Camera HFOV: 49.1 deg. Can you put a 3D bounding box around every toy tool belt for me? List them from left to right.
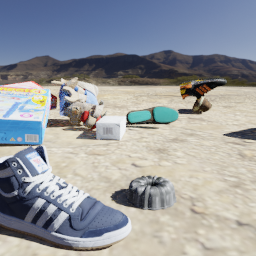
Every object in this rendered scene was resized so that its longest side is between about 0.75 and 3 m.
[{"bbox_3d":[-2.157,-1.019,10.910,1.783,1.811,2.901,23,20,-25],"label":"toy tool belt"}]

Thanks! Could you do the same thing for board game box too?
[{"bbox_3d":[-4.012,-0.524,8.821,2.854,0.798,2.795,3,26,-12],"label":"board game box"},{"bbox_3d":[-4.569,-1.164,11.533,1.970,0.602,2.600,31,34,33],"label":"board game box"}]

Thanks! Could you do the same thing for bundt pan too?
[{"bbox_3d":[0.383,1.014,4.601,0.845,0.317,0.845,0,12,0],"label":"bundt pan"}]

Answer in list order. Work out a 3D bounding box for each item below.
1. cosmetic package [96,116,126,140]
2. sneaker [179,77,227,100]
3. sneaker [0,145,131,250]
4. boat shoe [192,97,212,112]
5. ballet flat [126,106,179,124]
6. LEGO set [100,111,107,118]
[{"bbox_3d":[-0.537,-0.028,9.327,0.813,0.584,1.440,2,10,8],"label":"cosmetic package"},{"bbox_3d":[2.694,-1.388,10.082,1.641,0.738,0.574,-4,14,17],"label":"sneaker"},{"bbox_3d":[-0.911,0.819,3.601,1.962,1.065,0.688,4,12,19],"label":"sneaker"},{"bbox_3d":[4.077,-1.215,15.247,0.920,0.919,2.488,26,14,8],"label":"boat shoe"},{"bbox_3d":[0.982,-0.525,11.630,2.183,0.742,0.747,-1,-1,-4],"label":"ballet flat"},{"bbox_3d":[-1.628,-0.528,12.515,1.515,0.429,0.984,-13,-24,39],"label":"LEGO set"}]
